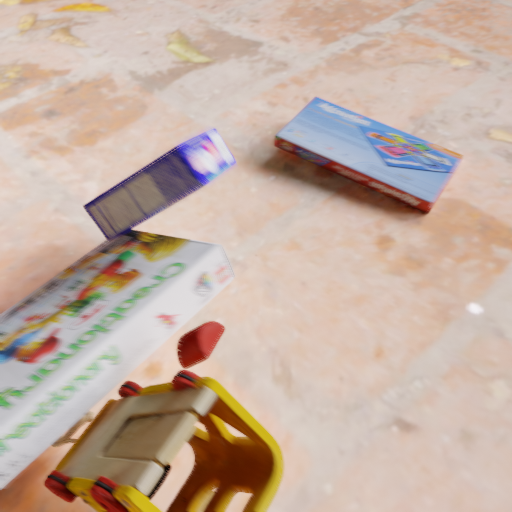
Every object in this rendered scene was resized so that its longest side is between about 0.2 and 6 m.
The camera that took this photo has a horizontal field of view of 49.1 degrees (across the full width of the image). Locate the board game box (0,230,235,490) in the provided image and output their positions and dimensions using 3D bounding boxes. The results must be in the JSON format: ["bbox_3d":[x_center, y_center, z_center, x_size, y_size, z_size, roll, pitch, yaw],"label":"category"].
[{"bbox_3d":[-2.473,1.016,7.642,2.488,0.682,3.942,10,41,43],"label":"board game box"}]

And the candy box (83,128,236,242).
[{"bbox_3d":[-1.468,-1.128,8.790,1.916,0.738,1.620,-26,12,24],"label":"candy box"}]

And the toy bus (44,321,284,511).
[{"bbox_3d":[-1.079,2.375,6.150,2.837,1.554,3.007,-40,14,9],"label":"toy bus"}]

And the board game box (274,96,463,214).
[{"bbox_3d":[2.258,-2.138,11.371,3.403,0.331,1.752,28,54,19],"label":"board game box"}]
